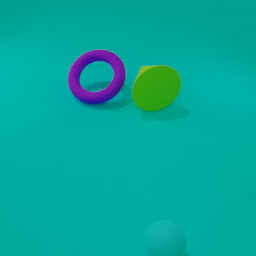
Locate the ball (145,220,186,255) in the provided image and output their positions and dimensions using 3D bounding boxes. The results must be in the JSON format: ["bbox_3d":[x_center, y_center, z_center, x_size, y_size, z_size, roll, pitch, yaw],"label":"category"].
[{"bbox_3d":[0.735,2.249,5.518,0.818,0.818,0.818,0,45,0],"label":"ball"}]

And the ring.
[{"bbox_3d":[-1.095,-1.803,9.747,2.072,0.414,2.072,-3,72,10],"label":"ring"}]

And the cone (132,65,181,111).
[{"bbox_3d":[0.706,-1.712,9.491,1.655,1.655,1.662,-11,40,-11],"label":"cone"}]
